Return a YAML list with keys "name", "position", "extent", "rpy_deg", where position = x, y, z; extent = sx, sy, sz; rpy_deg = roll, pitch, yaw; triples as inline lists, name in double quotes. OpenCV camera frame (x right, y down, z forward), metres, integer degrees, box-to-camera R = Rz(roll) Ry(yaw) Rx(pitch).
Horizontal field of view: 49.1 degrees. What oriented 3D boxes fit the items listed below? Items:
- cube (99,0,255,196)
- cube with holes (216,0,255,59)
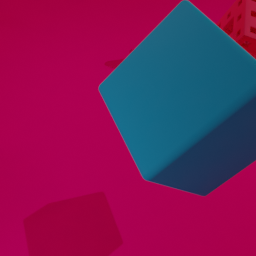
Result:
- name: "cube"
  position: [0.687, -0.213, 2.874]
  extent: [1.237, 1.237, 1.237]
  rpy_deg: [-42, 51, 19]
- name: "cube with holes"
  position: [2.249, -1.633, 5.090]
  extent: [0.988, 0.988, 0.988]
  rpy_deg: [15, 69, -10]
